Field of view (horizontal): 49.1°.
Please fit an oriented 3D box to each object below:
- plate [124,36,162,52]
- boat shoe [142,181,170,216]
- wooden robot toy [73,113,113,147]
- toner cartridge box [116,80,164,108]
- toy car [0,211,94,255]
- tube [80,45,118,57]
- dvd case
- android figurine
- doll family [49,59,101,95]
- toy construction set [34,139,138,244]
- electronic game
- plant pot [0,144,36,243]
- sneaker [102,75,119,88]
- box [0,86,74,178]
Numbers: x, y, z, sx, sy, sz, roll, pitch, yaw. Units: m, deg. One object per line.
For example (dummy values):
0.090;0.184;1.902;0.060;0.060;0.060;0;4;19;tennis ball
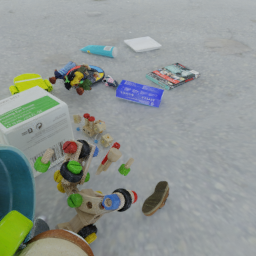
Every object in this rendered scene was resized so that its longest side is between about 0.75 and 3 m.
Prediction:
0.777;-4.503;15.176;1.583;0.256;1.586;-15;40;-20;plate
0.727;1.763;6.713;0.415;0.392;1.153;1;28;36;boat shoe
-0.997;-0.094;9.098;1.730;0.762;0.785;30;36;33;wooden robot toy
0.461;-1.334;10.778;1.711;0.369;0.813;16;39;9;toner cartridge box
-1.271;2.342;4.829;2.053;1.972;2.500;35;3;-2;toy car
-1.502;-4.033;14.425;2.005;0.505;0.777;16;33;26;tube
2.002;-2.319;12.354;2.008;0.221;1.466;-27;45;-30;dvd case
-3.896;-1.663;11.220;1.611;0.363;1.770;-18;48;-30;android figurine
-2.054;-1.849;10.356;1.233;0.837;2.134;-49;38;-14;doll family
-0.916;1.394;6.273;1.973;1.818;2.366;37;19;6;toy construction set
-1.926;-2.307;12.196;1.839;0.383;1.839;0;38;0;electronic game
-3.451;1.592;4.583;2.758;2.935;2.935;6;38;7;plant pot
-0.700;-1.838;11.682;0.420;0.359;1.023;-33;42;-14;sneaker
-2.702;0.122;7.832;1.554;1.814;1.805;30;47;35;box
